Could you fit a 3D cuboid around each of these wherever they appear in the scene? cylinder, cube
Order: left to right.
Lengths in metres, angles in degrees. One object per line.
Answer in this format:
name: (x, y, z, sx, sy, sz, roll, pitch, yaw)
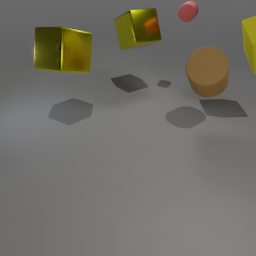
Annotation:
cube: (-2.234, -2.666, 9.694, 1.400, 1.400, 1.400, 14, 15, 34)
cube: (0.431, -4.347, 12.414, 1.400, 1.400, 1.400, -18, 12, -29)
cylinder: (2.466, -4.751, 11.414, 0.700, 0.700, 0.700, 12, 35, 18)
cylinder: (2.848, -1.944, 9.967, 1.400, 1.400, 1.400, 15, -6, 22)
cube: (4.845, -2.977, 9.628, 1.400, 1.400, 1.400, -14, 49, 17)
